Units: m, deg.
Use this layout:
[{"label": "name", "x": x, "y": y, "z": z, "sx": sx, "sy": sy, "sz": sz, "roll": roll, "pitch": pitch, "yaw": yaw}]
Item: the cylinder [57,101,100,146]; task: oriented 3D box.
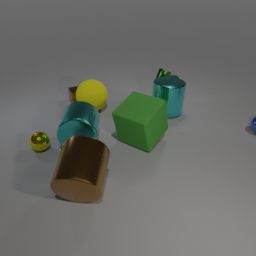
[{"label": "cylinder", "x": -1.769, "y": -0.067, "z": 10.215, "sx": 1.400, "sy": 1.400, "sz": 1.400, "roll": -1, "pitch": 31, "yaw": -1}]

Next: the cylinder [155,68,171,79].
[{"label": "cylinder", "x": 1.898, "y": -2.798, "z": 15.168, "sx": 0.700, "sy": 0.700, "sz": 0.700, "roll": 20, "pitch": 16, "yaw": -6}]

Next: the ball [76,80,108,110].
[{"label": "ball", "x": -1.603, "y": -1.441, "z": 12.428, "sx": 1.400, "sy": 1.400, "sz": 1.400, "roll": 0, "pitch": 31, "yaw": 0}]

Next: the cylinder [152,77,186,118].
[{"label": "cylinder", "x": 1.754, "y": -1.374, "z": 12.268, "sx": 1.400, "sy": 1.400, "sz": 1.400, "roll": 2, "pitch": 29, "yaw": -1}]

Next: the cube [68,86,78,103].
[{"label": "cube", "x": -2.382, "y": -1.539, "z": 13.304, "sx": 0.700, "sy": 0.700, "sz": 0.700, "roll": -14, "pitch": 33, "yaw": -22}]

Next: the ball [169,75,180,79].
[{"label": "ball", "x": 2.227, "y": -2.248, "z": 13.748, "sx": 0.700, "sy": 0.700, "sz": 0.700, "roll": 0, "pitch": 31, "yaw": 0}]

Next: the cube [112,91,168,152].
[{"label": "cube", "x": 0.483, "y": -0.251, "z": 10.156, "sx": 1.400, "sy": 1.400, "sz": 1.400, "roll": 20, "pitch": 52, "yaw": 31}]

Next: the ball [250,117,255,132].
[{"label": "ball", "x": 5.130, "y": -0.136, "z": 10.883, "sx": 0.700, "sy": 0.700, "sz": 0.700, "roll": 0, "pitch": 31, "yaw": 0}]

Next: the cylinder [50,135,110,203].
[{"label": "cylinder", "x": -1.298, "y": 1.163, "z": 7.852, "sx": 1.400, "sy": 1.400, "sz": 1.400, "roll": 4, "pitch": 51, "yaw": 6}]

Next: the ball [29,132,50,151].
[{"label": "ball", "x": -3.150, "y": 0.475, "z": 10.001, "sx": 0.700, "sy": 0.700, "sz": 0.700, "roll": 0, "pitch": 31, "yaw": 0}]
